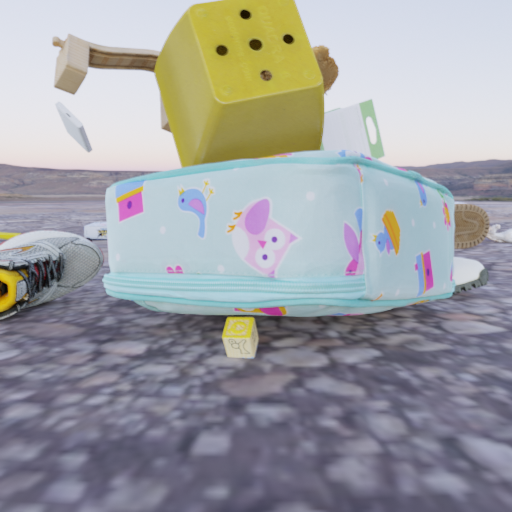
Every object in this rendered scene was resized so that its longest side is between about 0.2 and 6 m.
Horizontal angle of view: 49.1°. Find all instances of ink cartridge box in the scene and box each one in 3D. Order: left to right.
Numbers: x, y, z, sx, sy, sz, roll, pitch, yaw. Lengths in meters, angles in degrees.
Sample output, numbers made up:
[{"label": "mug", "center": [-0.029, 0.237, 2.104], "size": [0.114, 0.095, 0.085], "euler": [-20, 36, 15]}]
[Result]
[{"label": "ink cartridge box", "center": [1.604, -2.109, 10.156], "size": [1.585, 1.153, 0.380], "euler": [-27, 18, -35]}]

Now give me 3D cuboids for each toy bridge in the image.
[{"label": "toy bridge", "center": [-1.686, -3.320, 11.525], "size": [5.034, 1.692, 0.685], "euler": [17, -37, -35]}]

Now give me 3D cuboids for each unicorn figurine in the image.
[{"label": "unicorn figurine", "center": [5.688, -0.496, 12.290], "size": [1.478, 0.546, 1.015], "euler": [13, -13, -41]}]

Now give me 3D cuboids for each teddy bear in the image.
[{"label": "teddy bear", "center": [0.292, -2.833, 10.473], "size": [1.981, 2.732, 0.912], "euler": [23, 16, -45]}]

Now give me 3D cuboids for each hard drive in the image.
[{"label": "hard drive", "center": [-3.777, -2.656, 11.642], "size": [0.144, 0.724, 1.097], "euler": [-44, -7, -16]}]

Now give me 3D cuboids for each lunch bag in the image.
[{"label": "lunch bag", "center": [0.313, -0.095, 5.163], "size": [2.483, 1.193, 3.095], "euler": [-3, -3, 36]}]

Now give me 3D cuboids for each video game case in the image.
[{"label": "video game case", "center": [-3.319, -0.607, 13.484], "size": [1.352, 0.339, 1.491], "euler": [-1, 7, -6]}]

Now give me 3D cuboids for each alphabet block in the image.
[{"label": "alphabet block", "center": [-0.113, 0.599, 4.095], "size": [0.215, 0.220, 0.216], "euler": [-2, 38, 11]}]

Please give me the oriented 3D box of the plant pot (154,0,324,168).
[{"label": "plant pot", "center": [-0.166, -2.373, 7.727], "size": [2.083, 2.083, 1.837], "euler": [-15, -12, -13]}]

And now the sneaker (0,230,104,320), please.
[{"label": "sneaker", "center": [-2.314, 0.276, 5.374], "size": [0.824, 0.781, 2.006], "euler": [13, 22, 38]}]

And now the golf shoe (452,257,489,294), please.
[{"label": "golf shoe", "center": [1.628, 0.006, 6.525], "size": [2.053, 0.904, 0.792], "euler": [4, 7, 20]}]

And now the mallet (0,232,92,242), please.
[{"label": "mallet", "center": [-4.769, -0.386, 11.374], "size": [3.075, 0.633, 1.013], "euler": [5, 3, 2]}]

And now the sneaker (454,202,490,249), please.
[{"label": "sneaker", "center": [2.771, -0.800, 11.518], "size": [3.402, 1.212, 1.913], "euler": [6, 9, -16]}]
